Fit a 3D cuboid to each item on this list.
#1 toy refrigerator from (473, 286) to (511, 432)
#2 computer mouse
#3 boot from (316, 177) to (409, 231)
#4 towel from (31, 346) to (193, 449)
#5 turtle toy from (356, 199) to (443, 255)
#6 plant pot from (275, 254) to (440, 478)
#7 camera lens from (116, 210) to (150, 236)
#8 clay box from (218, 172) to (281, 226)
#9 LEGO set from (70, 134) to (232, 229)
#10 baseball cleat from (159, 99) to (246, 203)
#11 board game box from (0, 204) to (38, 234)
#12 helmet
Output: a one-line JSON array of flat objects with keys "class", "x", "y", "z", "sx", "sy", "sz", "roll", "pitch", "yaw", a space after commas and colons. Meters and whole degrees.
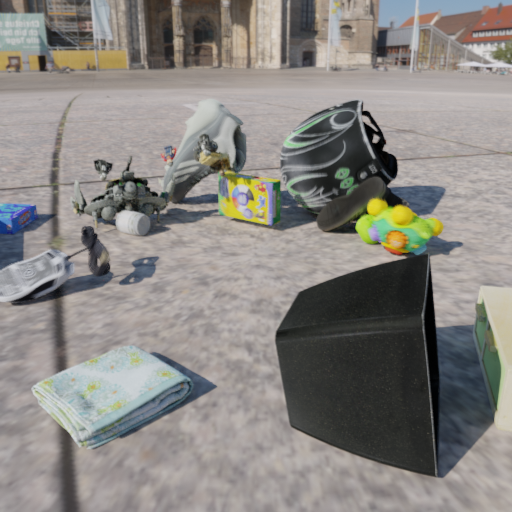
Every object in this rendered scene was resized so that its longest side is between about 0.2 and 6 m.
[{"class": "toy refrigerator", "x": 3.253, "y": 1.217, "z": 7.089, "sx": 0.774, "sy": 0.839, "sz": 2.211, "roll": 5, "pitch": 23, "yaw": 13}, {"class": "computer mouse", "x": -3.538, "y": 0.262, "z": 9.640, "sx": 2.009, "sy": 0.441, "sz": 1.102, "roll": -26, "pitch": 58, "yaw": -21}, {"class": "boot", "x": 2.418, "y": -0.969, "z": 12.618, "sx": 1.381, "sy": 1.834, "sz": 0.671, "roll": 19, "pitch": 45, "yaw": -43}, {"class": "towel", "x": -1.730, "y": 1.605, "z": 6.750, "sx": 1.521, "sy": 0.366, "sz": 1.302, "roll": -19, "pitch": 29, "yaw": -40}, {"class": "turtle toy", "x": 2.801, "y": -0.549, "z": 11.449, "sx": 1.335, "sy": 0.926, "sz": 1.831, "roll": 14, "pitch": 8, "yaw": -34}, {"class": "plant pot", "x": 1.178, "y": 1.124, "z": 6.289, "sx": 1.590, "sy": 1.793, "sz": 1.788, "roll": -3, "pitch": 20, "yaw": 19}, {"class": "camera lens", "x": -2.760, "y": -0.731, "z": 12.508, "sx": 0.638, "sy": 0.510, "sz": 0.510, "roll": 12, "pitch": 24, "yaw": 27}, {"class": "clay box", "x": -0.265, "y": -1.354, "z": 12.934, "sx": 1.742, "sy": 1.001, "sz": 0.415, "roll": 13, "pitch": 24, "yaw": 31}, {"class": "LEGO set", "x": -2.459, "y": -1.402, "z": 12.562, "sx": 4.036, "sy": 1.144, "sz": 2.621, "roll": -21, "pitch": -18, "yaw": 34}, {"class": "baseball cleat", "x": -1.298, "y": -2.199, "z": 13.814, "sx": 1.738, "sy": 3.266, "sz": 1.139, "roll": 39, "pitch": 46, "yaw": 9}, {"class": "board game box", "x": -6.204, "y": -0.891, "z": 13.105, "sx": 1.666, "sy": 0.375, "sz": 1.267, "roll": 1, "pitch": 21, "yaw": 3}, {"class": "helmet", "x": 1.837, "y": -2.235, "z": 13.557, "sx": 2.573, "sy": 2.699, "sz": 2.699, "roll": -23, "pitch": 10, "yaw": 29}]
